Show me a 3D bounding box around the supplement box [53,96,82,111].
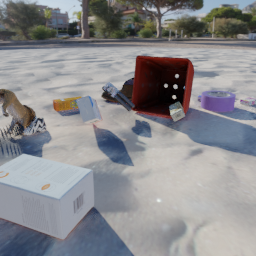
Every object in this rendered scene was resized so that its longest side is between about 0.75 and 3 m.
[{"bbox_3d":[-2.916,-1.206,13.812,1.461,0.486,0.503,-12,24,-28],"label":"supplement box"}]

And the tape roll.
[{"bbox_3d":[4.465,-1.362,13.938,1.623,0.690,1.623,0,20,0],"label":"tape roll"}]

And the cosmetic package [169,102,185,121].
[{"bbox_3d":[1.954,-0.672,11.197,0.489,0.330,0.929,-29,21,15],"label":"cosmetic package"}]

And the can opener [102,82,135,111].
[{"bbox_3d":[-0.417,-1.406,12.513,1.652,0.435,0.549,41,-9,-5],"label":"can opener"}]

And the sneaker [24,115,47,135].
[{"bbox_3d":[-3.648,-0.148,10.736,1.020,0.664,0.407,-13,23,-31],"label":"sneaker"}]

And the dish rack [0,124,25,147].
[{"bbox_3d":[-4.304,0.205,9.784,1.343,0.366,1.030,-30,31,-16],"label":"dish rack"}]

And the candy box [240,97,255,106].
[{"bbox_3d":[6.320,-1.388,14.636,0.790,0.241,0.538,-15,26,-33],"label":"candy box"}]

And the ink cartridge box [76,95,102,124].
[{"bbox_3d":[-1.465,-0.671,11.007,0.537,0.928,1.597,-19,-3,4],"label":"ink cartridge box"}]

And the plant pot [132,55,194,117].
[{"bbox_3d":[1.897,-1.996,13.378,2.564,2.567,2.262,11,13,28],"label":"plant pot"}]

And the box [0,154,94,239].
[{"bbox_3d":[-1.911,1.405,6.151,1.994,0.972,1.240,9,23,22],"label":"box"}]

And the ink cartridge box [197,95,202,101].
[{"bbox_3d":[4.337,-1.578,15.151,1.062,0.235,0.499,8,21,20],"label":"ink cartridge box"}]

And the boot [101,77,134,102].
[{"bbox_3d":[-0.084,-2.118,14.948,2.846,1.379,1.063,5,21,14],"label":"boot"}]

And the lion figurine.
[{"bbox_3d":[-4.239,-0.725,10.403,0.901,2.487,1.523,1,51,10],"label":"lion figurine"}]
